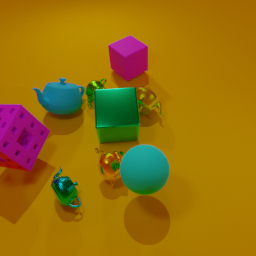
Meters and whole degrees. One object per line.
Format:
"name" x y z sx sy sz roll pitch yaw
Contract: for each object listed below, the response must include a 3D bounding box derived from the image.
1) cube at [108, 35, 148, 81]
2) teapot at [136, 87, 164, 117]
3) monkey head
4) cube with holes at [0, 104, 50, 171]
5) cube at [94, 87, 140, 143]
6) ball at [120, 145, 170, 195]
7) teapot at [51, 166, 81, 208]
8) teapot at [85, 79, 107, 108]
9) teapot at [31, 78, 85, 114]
"cube" 0.020 -2.492 9.956 1.007 1.007 1.007 -31 53 -22
"teapot" 0.509 -0.777 8.651 1.493 0.929 0.731 22 66 12
"monkey head" -0.382 0.905 7.004 0.689 1.143 0.822 -18 14 11
"cube with holes" -2.863 0.225 6.740 1.141 1.141 1.141 3 59 28
"cube" -0.308 -0.335 7.801 1.149 1.149 1.149 -4 67 -2
"ball" 0.362 0.905 6.107 1.083 1.083 1.083 0 47 0
"teapot" -1.479 1.426 6.663 0.580 0.737 1.185 -28 60 -23
"teapot" -1.042 -1.161 9.120 0.530 0.673 1.083 33 88 40
"teapot" -2.054 -1.002 8.484 1.287 1.013 2.069 18 22 31
